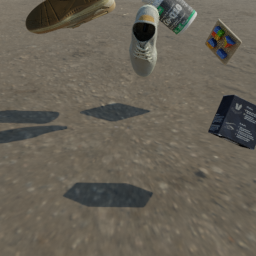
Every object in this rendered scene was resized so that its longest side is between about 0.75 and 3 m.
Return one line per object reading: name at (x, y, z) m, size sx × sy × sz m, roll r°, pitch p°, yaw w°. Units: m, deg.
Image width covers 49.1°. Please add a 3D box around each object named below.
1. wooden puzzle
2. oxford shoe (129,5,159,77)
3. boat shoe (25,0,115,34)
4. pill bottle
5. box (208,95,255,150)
wooden puzzle at (2.860, -2.604, 8.649) m, size 0.261 × 1.127 × 1.044 m, roll -29°, pitch 71°, yaw -19°
oxford shoe at (0.388, -2.099, 7.284) m, size 0.786 × 2.091 × 0.604 m, roll 10°, pitch 53°, yaw 4°
boat shoe at (-1.861, -3.666, 9.133) m, size 2.993 × 0.966 × 1.067 m, roll -16°, pitch 70°, yaw 10°
pill bottle at (1.156, -3.398, 7.954) m, size 1.458 × 0.825 × 0.825 m, roll 37°, pitch 34°, yaw -10°
box at (2.222, -0.119, 5.644) m, size 0.837 × 0.851 × 0.500 m, roll 23°, pitch 1°, yaw -9°
